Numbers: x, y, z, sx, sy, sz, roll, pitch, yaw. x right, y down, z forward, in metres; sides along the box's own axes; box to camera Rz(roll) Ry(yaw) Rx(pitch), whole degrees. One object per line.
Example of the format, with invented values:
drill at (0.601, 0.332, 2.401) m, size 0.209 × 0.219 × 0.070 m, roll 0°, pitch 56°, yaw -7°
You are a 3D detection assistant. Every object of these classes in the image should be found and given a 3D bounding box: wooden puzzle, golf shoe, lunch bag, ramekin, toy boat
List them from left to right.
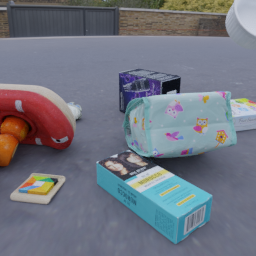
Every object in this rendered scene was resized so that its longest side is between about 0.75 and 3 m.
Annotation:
toy boat at (-2.813, 0.081, 6.959) m, size 2.899 × 1.892 × 1.895 m, roll 3°, pitch 53°, yaw 9°
wooden puzzle at (-1.829, 1.201, 5.767) m, size 0.828 × 0.167 × 0.895 m, roll 4°, pitch 23°, yaw 9°
golf shoe at (-2.460, -0.583, 9.535) m, size 1.747 × 0.684 × 0.849 m, roll 8°, pitch 29°, yaw 21°
lunch bag at (1.069, -0.069, 6.938) m, size 2.116 × 1.514 × 2.484 m, roll -5°, pitch -2°, yaw -11°
ramekin at (4.143, -3.498, 8.993) m, size 1.957 × 1.957 × 0.954 m, roll -2°, pitch -12°, yaw -6°

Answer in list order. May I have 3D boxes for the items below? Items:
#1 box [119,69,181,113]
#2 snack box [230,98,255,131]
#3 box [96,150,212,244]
box at (0.707, -1.155, 9.775) m, size 1.058 × 1.501 × 2.029 m, roll -21°, pitch 29°, yaw -40°
snack box at (3.448, -0.447, 9.241) m, size 2.149 × 0.569 × 1.528 m, roll -7°, pitch 23°, yaw -16°
box at (0.390, 1.161, 5.352) m, size 0.925 × 0.552 × 2.247 m, roll -18°, pitch 28°, yaw -36°
